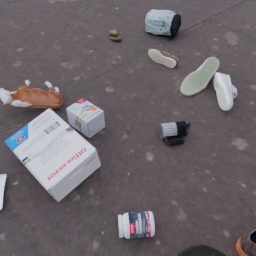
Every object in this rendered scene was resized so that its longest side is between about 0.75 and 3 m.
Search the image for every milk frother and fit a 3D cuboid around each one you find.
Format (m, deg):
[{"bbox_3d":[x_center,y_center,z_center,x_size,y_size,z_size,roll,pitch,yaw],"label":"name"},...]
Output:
[{"bbox_3d":[1.694,0.049,10.076,0.955,1.015,0.916,-7,50,-6],"label":"milk frother"}]

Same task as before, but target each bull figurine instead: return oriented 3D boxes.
[{"bbox_3d":[-3.853,-1.302,11.247,2.435,0.793,1.478,8,39,-17],"label":"bull figurine"}]

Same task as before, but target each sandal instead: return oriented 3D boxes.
[{"bbox_3d":[-0.755,-5.328,15.696,0.607,0.405,1.485,-8,46,-8],"label":"sandal"}]

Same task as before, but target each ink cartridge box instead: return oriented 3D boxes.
[{"bbox_3d":[-2.406,0.815,9.089,1.851,1.069,2.535,-40,60,-21],"label":"ink cartridge box"},{"bbox_3d":[-1.574,-0.382,10.589,1.187,0.859,0.863,32,54,27],"label":"ink cartridge box"}]

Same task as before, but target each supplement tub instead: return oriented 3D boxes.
[{"bbox_3d":[0.226,2.677,7.741,0.964,0.677,0.677,-4,46,-3],"label":"supplement tub"}]

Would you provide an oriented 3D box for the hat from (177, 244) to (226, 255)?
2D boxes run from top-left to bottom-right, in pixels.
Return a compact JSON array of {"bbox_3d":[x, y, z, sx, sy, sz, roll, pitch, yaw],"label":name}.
[{"bbox_3d":[1.845,3.706,6.646,1.756,0.708,1.756,-6,69,14],"label":"hat"}]

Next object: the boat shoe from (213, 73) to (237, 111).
[{"bbox_3d":[4.198,-1.564,11.865,0.795,0.835,2.319,1,36,2],"label":"boat shoe"}]

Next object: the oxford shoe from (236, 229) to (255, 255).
[{"bbox_3d":[4.129,2.862,7.421,2.438,0.884,0.868,-14,48,-13],"label":"oxford shoe"}]

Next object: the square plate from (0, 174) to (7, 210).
[{"bbox_3d":[-4.472,2.080,8.674,1.282,0.184,1.294,-8,46,-7],"label":"square plate"}]

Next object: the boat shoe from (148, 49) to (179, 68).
[{"bbox_3d":[1.749,-3.493,13.824,1.626,0.584,0.484,32,48,23],"label":"boat shoe"}]

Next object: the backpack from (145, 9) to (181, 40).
[{"bbox_3d":[1.919,-5.872,15.677,1.907,1.207,1.591,13,50,17],"label":"backpack"}]

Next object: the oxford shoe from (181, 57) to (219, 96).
[{"bbox_3d":[3.216,-2.229,12.554,0.907,0.697,2.412,42,71,5],"label":"oxford shoe"}]
